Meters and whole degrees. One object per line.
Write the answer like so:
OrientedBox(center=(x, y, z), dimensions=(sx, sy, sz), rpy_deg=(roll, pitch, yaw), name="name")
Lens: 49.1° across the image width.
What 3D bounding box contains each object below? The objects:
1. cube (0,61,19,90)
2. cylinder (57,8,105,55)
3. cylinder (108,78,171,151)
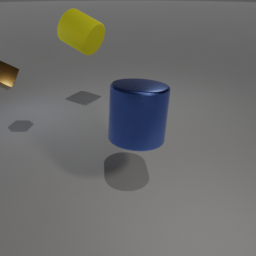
OrientedBox(center=(-4.211, -1.773, 9.482), dimensions=(0.700, 0.700, 0.700), rpy_deg=(23, -13, -32), name="cube")
OrientedBox(center=(-1.896, -3.904, 11.421), dimensions=(1.400, 1.400, 1.400), rpy_deg=(33, 38, 14), name="cylinder")
OrientedBox(center=(0.245, -0.359, 6.726), dimensions=(1.400, 1.400, 1.400), rpy_deg=(3, 22, -1), name="cylinder")
